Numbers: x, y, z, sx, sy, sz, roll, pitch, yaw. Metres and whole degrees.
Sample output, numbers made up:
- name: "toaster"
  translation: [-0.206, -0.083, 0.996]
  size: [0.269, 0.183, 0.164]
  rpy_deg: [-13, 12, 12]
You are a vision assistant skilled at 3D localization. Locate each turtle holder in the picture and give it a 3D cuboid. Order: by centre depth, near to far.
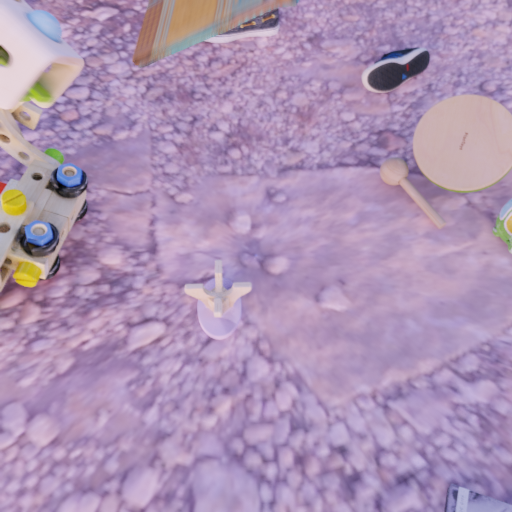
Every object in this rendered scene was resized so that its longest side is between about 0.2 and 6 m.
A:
- name: "turtle holder"
  translation: [4.209, -0.550, 8.823]
  size: [1.135, 0.806, 0.863]
  rpy_deg: [-24, 57, -17]

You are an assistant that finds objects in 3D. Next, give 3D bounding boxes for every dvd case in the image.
- name: "dvd case"
  translation: [3.065, 3.649, 6.033]
  size: [2.191, 0.175, 1.629]
  rpy_deg: [16, 55, 12]

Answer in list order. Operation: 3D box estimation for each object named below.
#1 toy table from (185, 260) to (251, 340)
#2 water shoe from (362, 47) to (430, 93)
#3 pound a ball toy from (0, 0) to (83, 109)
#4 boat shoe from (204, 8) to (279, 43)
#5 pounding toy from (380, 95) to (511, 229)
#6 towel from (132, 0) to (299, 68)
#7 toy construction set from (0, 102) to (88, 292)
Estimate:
- name: "toy table"
  translation: [-0.531, 0.610, 8.081]
  size: [0.935, 0.595, 1.017]
  rpy_deg: [-11, 53, -8]
- name: "water shoe"
  translation: [2.761, -3.833, 11.550]
  size: [1.767, 0.632, 0.697]
  rpy_deg: [-24, 36, -23]
- name: "pound a ball toy"
  translation: [-3.533, -3.325, 7.351]
  size: [2.811, 1.194, 1.833]
  rpy_deg: [45, 16, -6]
- name: "boat shoe"
  translation: [-0.394, -5.322, 12.418]
  size: [1.867, 0.847, 0.660]
  rpy_deg: [-11, 54, -8]
- name: "pounding toy"
  translation: [3.408, -1.634, 9.726]
  size: [2.181, 1.012, 1.683]
  rpy_deg: [-43, 72, 5]
- name: "towel"
  translation: [-0.431, -3.340, 6.797]
  size: [2.465, 0.267, 1.808]
  rpy_deg: [-7, 62, 35]
- name: "toy construction set"
  translation: [-3.986, -0.799, 8.323]
  size: [2.501, 1.757, 3.814]
  rpy_deg: [17, 68, -6]
